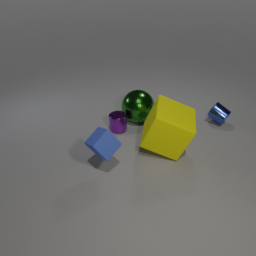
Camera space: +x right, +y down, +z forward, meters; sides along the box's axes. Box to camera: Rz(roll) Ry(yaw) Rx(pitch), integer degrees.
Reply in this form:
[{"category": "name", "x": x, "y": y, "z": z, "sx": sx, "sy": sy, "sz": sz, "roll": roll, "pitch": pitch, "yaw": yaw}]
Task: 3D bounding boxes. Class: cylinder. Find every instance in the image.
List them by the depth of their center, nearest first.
[{"category": "cylinder", "x": -0.402, "y": -0.237, "z": 11.279, "sx": 0.700, "sy": 0.700, "sz": 0.700, "roll": -3, "pitch": 32, "yaw": 2}, {"category": "cylinder", "x": 3.817, "y": -0.609, "z": 11.725, "sx": 0.700, "sy": 0.700, "sz": 0.700, "roll": 41, "pitch": 44, "yaw": 15}]

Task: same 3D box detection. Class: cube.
[{"category": "cube", "x": -0.764, "y": 0.474, "z": 8.561, "sx": 0.700, "sy": 0.700, "sz": 0.700, "roll": -50, "pitch": 28, "yaw": -15}, {"category": "cube", "x": 1.374, "y": -0.014, "z": 9.604, "sx": 1.400, "sy": 1.400, "sz": 1.400, "roll": 22, "pitch": 39, "yaw": -6}]

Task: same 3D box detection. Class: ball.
[{"category": "ball", "x": 0.420, "y": -0.906, "z": 11.763, "sx": 1.400, "sy": 1.400, "sz": 1.400, "roll": 0, "pitch": 30, "yaw": 0}]
